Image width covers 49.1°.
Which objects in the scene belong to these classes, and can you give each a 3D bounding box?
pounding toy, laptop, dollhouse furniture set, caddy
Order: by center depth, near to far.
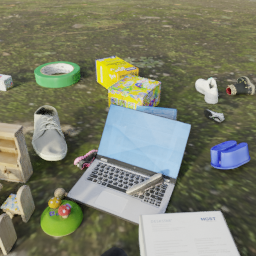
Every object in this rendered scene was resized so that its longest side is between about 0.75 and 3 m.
[{"bbox_3d":[-3.636,1.299,6.974,2.482,1.758,2.702,6,34,10],"label":"dollhouse furniture set"},{"bbox_3d":[-1.627,1.959,7.005,1.036,0.623,1.342,6,34,9],"label":"pounding toy"},{"bbox_3d":[0.082,0.888,7.643,2.544,1.575,2.717,15,36,16],"label":"laptop"},{"bbox_3d":[3.142,0.883,8.622,1.279,0.671,0.904,-18,16,-26],"label":"caddy"}]

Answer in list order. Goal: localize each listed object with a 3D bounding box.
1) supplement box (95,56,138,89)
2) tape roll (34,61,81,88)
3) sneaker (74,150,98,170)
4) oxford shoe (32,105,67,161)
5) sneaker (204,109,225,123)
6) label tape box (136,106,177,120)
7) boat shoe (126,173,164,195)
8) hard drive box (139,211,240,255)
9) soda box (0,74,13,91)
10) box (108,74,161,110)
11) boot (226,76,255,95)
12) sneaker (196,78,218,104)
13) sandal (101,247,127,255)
[{"bbox_3d":[-0.565,-2.522,13.308,1.135,1.142,2.086,-20,39,-28],"label":"supplement box"},{"bbox_3d":[-3.549,-2.747,14.212,2.232,0.536,2.232,-1,33,0],"label":"tape roll"},{"bbox_3d":[-1.221,1.020,8.777,0.905,0.358,0.432,-28,64,-34],"label":"sneaker"},{"bbox_3d":[-2.577,0.082,9.070,1.026,0.788,2.728,1,31,-23],"label":"oxford shoe"},{"bbox_3d":[3.432,-0.494,11.080,0.483,0.317,0.840,-17,44,-39],"label":"sneaker"},{"bbox_3d":[0.886,0.052,9.838,1.536,0.674,2.130,6,34,9],"label":"label tape box"},{"bbox_3d":[0.502,1.589,7.516,1.145,0.326,0.383,-23,3,-24],"label":"boat shoe"},{"bbox_3d":[1.229,2.841,5.393,1.854,0.913,2.378,-2,33,-2],"label":"hard drive box"},{"bbox_3d":[-6.449,-2.248,13.438,1.742,0.554,0.593,10,35,15],"label":"soda box"},{"bbox_3d":[0.288,-1.350,11.648,1.607,1.018,1.669,18,37,25],"label":"box"},{"bbox_3d":[5.091,-1.972,13.048,1.130,0.540,1.496,-5,33,-3],"label":"boot"},{"bbox_3d":[3.632,-1.916,12.633,0.755,0.888,2.007,-5,34,-5],"label":"sneaker"},{"bbox_3d":[-0.679,3.238,5.145,0.946,0.533,2.488,18,37,25],"label":"sandal"}]
